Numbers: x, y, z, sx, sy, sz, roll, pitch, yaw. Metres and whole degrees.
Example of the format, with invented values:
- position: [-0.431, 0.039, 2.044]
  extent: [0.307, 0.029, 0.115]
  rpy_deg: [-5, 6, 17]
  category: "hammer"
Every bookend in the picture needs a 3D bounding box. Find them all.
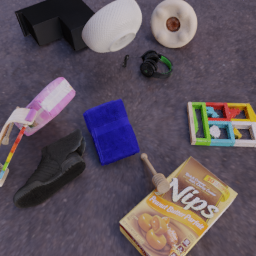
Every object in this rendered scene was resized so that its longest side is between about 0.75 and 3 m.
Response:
- position: [-2.900, -4.339, 12.267]
  extent: [2.823, 1.309, 2.841]
  rpy_deg: [-30, 61, -18]
  category: "bookend"

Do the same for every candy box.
- position: [1.403, 2.358, 7.824]
  extent: [2.962, 0.819, 1.710]
  rpy_deg: [-37, 62, -22]
  category: "candy box"

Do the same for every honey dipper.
- position: [0.712, 1.259, 8.358]
  extent: [0.382, 0.382, 2.013]
  rpy_deg: [-14, 22, -10]
  category: "honey dipper"

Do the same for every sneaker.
- position: [-2.385, 1.184, 8.707]
  extent: [2.768, 0.831, 1.444]
  rpy_deg: [-32, 49, -14]
  category: "sneaker"

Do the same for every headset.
- position: [0.828, -2.564, 11.519]
  extent: [2.059, 0.968, 1.272]
  rpy_deg: [16, 51, -7]
  category: "headset"

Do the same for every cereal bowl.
- position: [-0.428, -3.362, 9.780]
  extent: [2.243, 2.243, 0.934]
  rpy_deg: [-30, 86, -19]
  category: "cereal bowl"

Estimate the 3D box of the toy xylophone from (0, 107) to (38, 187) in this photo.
- position: [-3.310, 0.356, 7.966]
  extent: [0.604, 2.404, 1.760]
  rpy_deg: [26, 28, -18]
  category: "toy xylophone"

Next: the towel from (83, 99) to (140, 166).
- position: [-0.557, 0.125, 8.935]
  extent: [1.401, 0.470, 1.897]
  rpy_deg: [-22, 83, 9]
  category: "towel"

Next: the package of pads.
- position: [-2.707, -0.653, 9.053]
  extent: [0.829, 2.192, 1.321]
  rpy_deg: [48, 50, -13]
  category: "package of pads"

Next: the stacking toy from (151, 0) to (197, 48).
- position: [2.346, -5.014, 12.746]
  extent: [2.016, 2.016, 2.759]
  rpy_deg: [20, 40, 13]
  category: "stacking toy"

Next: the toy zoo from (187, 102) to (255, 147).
- position: [3.524, -0.155, 9.942]
  extent: [2.689, 0.275, 1.764]
  rpy_deg: [1, 54, 1]
  category: "toy zoo"
